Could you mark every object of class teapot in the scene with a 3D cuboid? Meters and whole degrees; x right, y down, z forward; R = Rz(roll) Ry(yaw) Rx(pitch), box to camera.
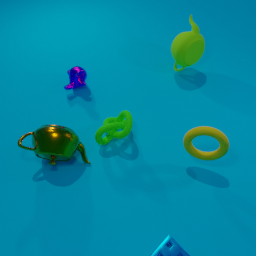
[{"bbox_3d":[1.914,-2.686,9.145,1.151,1.852,0.907,-9,40,-35],"label":"teapot"},{"bbox_3d":[-1.825,0.502,7.252,1.956,1.216,0.958,14,69,-25],"label":"teapot"}]

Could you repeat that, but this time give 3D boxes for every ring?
[{"bbox_3d":[1.911,0.397,6.896,1.101,1.101,0.220,14,46,10],"label":"ring"}]

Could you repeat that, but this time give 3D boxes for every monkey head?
[{"bbox_3d":[-1.725,-1.611,9.007,0.824,0.691,1.146,-24,23,-27],"label":"monkey head"}]

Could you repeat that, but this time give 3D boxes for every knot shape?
[{"bbox_3d":[-0.336,-0.049,7.853,1.235,0.570,1.155,-30,13,16],"label":"knot shape"}]

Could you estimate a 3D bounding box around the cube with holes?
[{"bbox_3d":[0.861,2.808,5.600,0.832,0.832,0.832,-43,64,-14],"label":"cube with holes"}]
